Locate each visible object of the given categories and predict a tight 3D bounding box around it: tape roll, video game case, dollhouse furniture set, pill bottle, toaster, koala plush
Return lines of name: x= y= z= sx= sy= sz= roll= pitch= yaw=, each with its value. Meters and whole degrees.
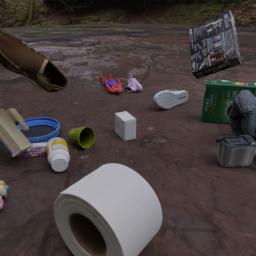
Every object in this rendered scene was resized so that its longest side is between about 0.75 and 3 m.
tape roll: x=-0.416 y=1.863 z=5.840 sx=1.914 sy=1.914 sz=1.314 roll=19 pitch=31 yaw=33
video game case: x=-3.324 y=0.774 z=10.037 sx=0.829 sy=0.148 sz=0.752 roll=-4 pitch=27 yaw=-8
dollhouse furniture set: x=-4.769 y=0.716 z=9.602 sx=2.469 sy=1.611 sz=2.331 roll=-37 pitch=4 yaw=3
pill bottle: x=-2.293 y=0.884 z=9.211 sx=0.687 sy=0.687 sz=1.238 roll=-8 pitch=28 yaw=-15
toaster: x=3.505 y=0.770 z=9.214 sx=1.361 sy=0.879 sz=0.773 roll=-3 pitch=25 yaw=-7
koala plush: x=5.001 y=0.078 z=9.912 sx=2.159 sy=2.238 sz=2.435 roll=-13 pitch=50 yaw=-15

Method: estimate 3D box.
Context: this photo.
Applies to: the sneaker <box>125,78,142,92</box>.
sneaker: x=0.133 y=-2.480 z=16.235 sx=0.844 sy=0.537 sz=1.481 roll=-13 pitch=29 yaw=-19

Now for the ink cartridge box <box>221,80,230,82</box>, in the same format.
ink cartridge box: x=5.994 y=-1.896 z=14.898 sx=2.630 sy=0.631 sz=1.914 roll=15 pitch=30 yaw=28

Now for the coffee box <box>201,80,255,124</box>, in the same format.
coffee box: x=4.682 y=-1.058 z=11.913 sx=2.932 sy=1.803 sz=0.645 roll=4 pitch=27 yaw=12

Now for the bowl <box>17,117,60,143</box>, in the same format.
bowl: x=-3.652 y=0.114 z=11.136 sx=1.868 sy=0.367 sz=1.868 roll=0 pitch=27 yaw=0

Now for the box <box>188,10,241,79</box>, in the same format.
box: x=2.226 y=-2.169 z=7.332 sx=1.181 sy=1.498 sz=0.373 roll=-17 pitch=-29 yaw=34

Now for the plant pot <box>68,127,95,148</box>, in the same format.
plant pot: x=-1.777 y=0.317 z=10.406 sx=0.762 sy=0.792 sz=0.792 roll=5 pitch=24 yaw=39

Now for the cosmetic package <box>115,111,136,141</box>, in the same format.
cosmetic package: x=-0.096 y=-0.083 z=10.970 sx=0.529 sy=0.858 sz=0.861 roll=-12 pitch=29 yaw=-23

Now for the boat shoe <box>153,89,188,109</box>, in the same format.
boat shoe: x=1.991 y=-1.472 z=14.002 sx=2.444 sy=0.881 sz=0.867 roll=-9 pitch=18 yaw=-42

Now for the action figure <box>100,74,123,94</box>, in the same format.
action figure: x=-0.938 y=-2.573 z=16.307 sx=0.918 sy=0.725 sz=2.806 roll=-7 pitch=30 yaw=-19

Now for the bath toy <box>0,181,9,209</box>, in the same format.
bath toy: x=-3.492 y=1.950 z=7.317 sx=0.608 sy=0.517 sz=1.398 roll=-45 pitch=26 yaw=9

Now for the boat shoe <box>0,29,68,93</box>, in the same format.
boat shoe: x=-2.756 y=-1.910 z=8.119 sx=1.023 sy=1.021 sz=2.765 roll=8 pitch=-14 yaw=30
